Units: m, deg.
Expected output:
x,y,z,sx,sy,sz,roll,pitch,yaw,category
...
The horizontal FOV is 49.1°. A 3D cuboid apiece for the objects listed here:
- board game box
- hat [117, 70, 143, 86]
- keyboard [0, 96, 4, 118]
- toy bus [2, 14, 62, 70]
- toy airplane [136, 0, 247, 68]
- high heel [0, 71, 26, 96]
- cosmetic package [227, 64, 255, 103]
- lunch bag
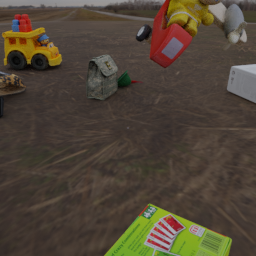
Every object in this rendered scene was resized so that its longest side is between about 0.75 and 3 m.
x,y,z,sx,sy,sz,roll,pitch,yaw,category
0.148,1.792,2.849,1.135,0.532,2.234,15,29,30,board game box
0.011,-1.686,10.872,0.963,0.848,0.798,-44,13,6,hat
-4.430,-0.725,7.982,1.683,1.070,0.173,-4,-14,-8,keyboard
-4.624,-4.139,13.467,2.545,2.443,1.727,3,24,3,toy bus
1.477,-2.924,6.089,2.770,2.758,1.955,-19,13,-23,toy airplane
-4.140,-1.094,9.146,1.666,0.835,2.337,23,36,-35,high heel
4.673,-1.315,9.080,1.369,0.997,2.694,-9,28,-17,cosmetic package
-0.876,-1.785,9.599,0.805,1.369,1.123,9,26,20,lunch bag
